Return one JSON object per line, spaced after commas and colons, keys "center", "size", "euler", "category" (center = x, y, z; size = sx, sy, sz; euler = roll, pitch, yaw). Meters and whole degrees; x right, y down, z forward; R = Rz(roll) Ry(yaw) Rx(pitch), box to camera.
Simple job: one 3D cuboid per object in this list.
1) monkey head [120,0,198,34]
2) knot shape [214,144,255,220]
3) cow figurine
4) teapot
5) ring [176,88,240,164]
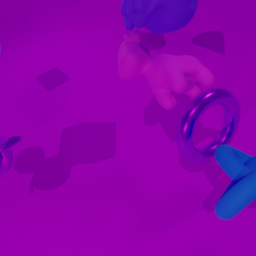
{"center": [0.416, -1.976, 3.956], "size": [1.052, 1.256, 1.745], "euler": [-19, 19, -16], "category": "monkey head"}
{"center": [1.816, 0.611, 3.862], "size": [1.640, 0.758, 1.534], "euler": [-18, 13, -1], "category": "knot shape"}
{"center": [0.558, -1.014, 4.697], "size": [1.440, 0.790, 1.417], "euler": [-16, 62, -30], "category": "cow figurine"}
{"center": [-2.212, 0.496, 4.170], "size": [1.392, 0.866, 0.682], "euler": [-34, 20, -18], "category": "teapot"}
{"center": [1.409, -0.014, 4.850], "size": [1.398, 1.398, 0.280], "euler": [-27, 35, -20], "category": "ring"}
